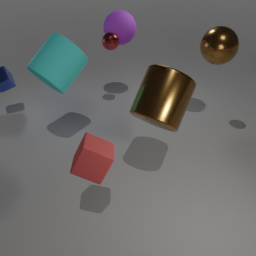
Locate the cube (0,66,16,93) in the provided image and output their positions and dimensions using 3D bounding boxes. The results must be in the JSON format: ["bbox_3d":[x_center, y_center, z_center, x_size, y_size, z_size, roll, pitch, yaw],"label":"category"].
[{"bbox_3d":[-5.219,-2.010,11.631,0.700,0.700,0.700,-26,74,-3],"label":"cube"}]

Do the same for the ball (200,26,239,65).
[{"bbox_3d":[3.416,-3.077,10.492,1.400,1.400,1.400,0,32,0],"label":"ball"}]

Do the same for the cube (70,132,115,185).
[{"bbox_3d":[-0.748,0.639,5.986,0.700,0.700,0.700,24,21,-13],"label":"cube"}]

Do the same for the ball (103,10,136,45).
[{"bbox_3d":[-0.349,-4.283,11.981,1.400,1.400,1.400,0,32,0],"label":"ball"}]

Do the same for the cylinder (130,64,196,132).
[{"bbox_3d":[0.936,-0.785,7.585,1.400,1.400,1.400,23,-2,1],"label":"cylinder"}]

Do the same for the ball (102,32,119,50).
[{"bbox_3d":[-0.697,-3.482,11.257,0.700,0.700,0.700,0,32,0],"label":"ball"}]

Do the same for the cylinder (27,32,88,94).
[{"bbox_3d":[-2.245,-2.051,8.986,1.400,1.400,1.400,29,81,38],"label":"cylinder"}]
